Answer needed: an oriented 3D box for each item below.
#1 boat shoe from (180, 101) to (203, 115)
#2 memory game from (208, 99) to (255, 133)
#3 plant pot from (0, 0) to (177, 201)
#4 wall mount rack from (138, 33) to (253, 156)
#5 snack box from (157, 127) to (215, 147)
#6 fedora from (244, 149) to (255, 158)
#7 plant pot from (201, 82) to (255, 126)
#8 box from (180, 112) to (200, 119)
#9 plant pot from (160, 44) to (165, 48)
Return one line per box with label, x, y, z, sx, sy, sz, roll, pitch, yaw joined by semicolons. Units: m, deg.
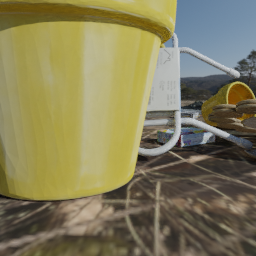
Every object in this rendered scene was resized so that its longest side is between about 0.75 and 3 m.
boat shoe;3.611;-1.018;13.908;2.424;0.686;0.832;4;8;27
memory game;3.056;-0.152;5.468;2.917;0.186;2.917;7;-9;1
plant pot;-0.755;-0.637;3.269;2.626;2.470;2.626;-1;7;0
wall mount rack;0.907;-0.596;5.150;2.503;2.881;1.074;-2;-32;12
snack box;1.209;0.172;5.802;0.996;0.264;0.708;-5;8;-34
fedora;2.569;0.135;4.261;1.393;0.711;1.575;1;7;5
plant pot;2.922;-0.579;8.379;1.308;1.308;1.231;-4;-7;-31
box;2.532;-0.541;11.836;0.779;0.238;0.984;4;8;31
plant pot;-0.476;-1.437;7.936;2.543;2.543;2.393;-2;-29;-18
